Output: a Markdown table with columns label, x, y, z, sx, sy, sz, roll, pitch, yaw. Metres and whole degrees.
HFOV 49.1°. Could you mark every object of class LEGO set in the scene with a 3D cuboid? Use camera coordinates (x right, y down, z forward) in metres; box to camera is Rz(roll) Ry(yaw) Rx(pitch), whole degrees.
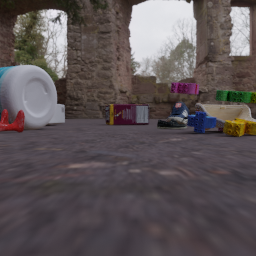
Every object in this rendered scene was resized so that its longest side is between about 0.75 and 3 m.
| label | x | y | z | sx | sy | sz | roll | pitch | yaw |
| --- | --- | --- | --- | --- | --- | --- | --- | --- | --- |
| LEGO set | 1.601 | -0.267 | 4.546 | 2.213 | 0.844 | 0.908 | 9 | 10 | 32 |

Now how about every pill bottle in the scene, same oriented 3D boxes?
| label | x | y | z | sx | sy | sz | roll | pitch | yaw |
| --- | --- | --- | --- | --- | --- | --- | --- | --- | --- |
| pill bottle | -3.217 | -0.717 | 6.933 | 2.683 | 1.486 | 1.486 | 1 | 2 | 27 |

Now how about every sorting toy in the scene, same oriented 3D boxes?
| label | x | y | z | sx | sy | sz | roll | pitch | yaw |
| --- | --- | --- | --- | --- | --- | --- | --- | --- | --- |
| sorting toy | 1.969 | -0.153 | 5.463 | 1.064 | 0.569 | 0.958 | 1 | 10 | -9 |

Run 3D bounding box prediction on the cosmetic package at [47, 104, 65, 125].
| label | x | y | z | sx | sy | sz | roll | pitch | yaw |
| --- | --- | --- | --- | --- | --- | --- | --- | --- | --- |
| cosmetic package | -3.193 | -0.457 | 9.410 | 1.234 | 0.757 | 2.990 | 0 | 2 | 7 |

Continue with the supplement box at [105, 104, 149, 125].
| label | x | y | z | sx | sy | sz | roll | pitch | yaw |
| --- | --- | --- | --- | --- | --- | --- | --- | --- | --- |
| supplement box | -0.046 | -0.511 | 10.669 | 1.514 | 0.781 | 0.991 | -1 | 2 | -14 |

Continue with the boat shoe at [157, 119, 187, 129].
| label | x | y | z | sx | sy | sz | roll | pitch | yaw |
| --- | --- | --- | --- | --- | --- | --- | --- | --- | --- |
| boat shoe | 1.067 | -0.106 | 6.883 | 0.779 | 0.258 | 0.291 | 2 | 3 | 39 |

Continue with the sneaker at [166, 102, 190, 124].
| label | x | y | z | sx | sy | sz | roll | pitch | yaw |
| --- | --- | --- | --- | --- | --- | --- | --- | --- | --- |
| sneaker | 2.172 | -0.665 | 12.200 | 0.866 | 0.976 | 2.311 | 1 | 3 | 18 |

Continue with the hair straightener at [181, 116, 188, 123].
| label | x | y | z | sx | sy | sz | roll | pitch | yaw |
| --- | --- | --- | --- | --- | --- | --- | --- | --- | --- |
| hair straightener | 2.628 | -0.206 | 10.094 | 1.443 | 0.295 | 0.555 | -2 | -31 | 19 |

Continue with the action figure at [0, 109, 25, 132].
| label | x | y | z | sx | sy | sz | roll | pitch | yaw |
| --- | --- | --- | --- | --- | --- | --- | --- | --- | --- |
| action figure | -2.902 | -0.441 | 4.335 | 0.812 | 1.231 | 2.488 | 1 | 5 | 34 |
